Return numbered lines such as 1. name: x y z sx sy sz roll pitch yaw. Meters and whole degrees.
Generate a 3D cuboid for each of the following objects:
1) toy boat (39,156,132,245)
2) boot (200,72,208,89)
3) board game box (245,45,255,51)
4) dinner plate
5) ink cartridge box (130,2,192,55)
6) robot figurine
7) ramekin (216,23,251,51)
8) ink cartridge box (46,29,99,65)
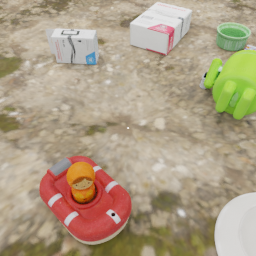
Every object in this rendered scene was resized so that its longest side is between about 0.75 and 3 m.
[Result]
1. toy boat: -0.996 1.381 6.351 1.553 1.556 2.380 -36 56 -29
2. boot: 3.010 -1.853 10.159 0.394 0.511 1.070 32 54 27
3. board game box: 5.315 -2.702 11.079 1.570 0.352 1.056 25 51 22
4. dinner plate: 3.326 2.568 6.108 2.762 0.335 2.762 0 48 0
5. ink cartridge box: 1.453 -4.393 12.203 1.793 1.044 2.477 23 51 21
6. robot figurine: 3.743 -1.495 9.094 2.382 1.571 2.715 23 51 17
7. ramekin: 4.443 -3.884 11.982 1.372 0.670 1.372 0 46 0
8. ink cartridge box: -2.231 -3.184 10.970 2.025 1.175 0.687 4 47 5
